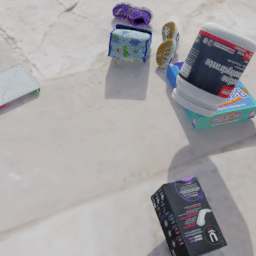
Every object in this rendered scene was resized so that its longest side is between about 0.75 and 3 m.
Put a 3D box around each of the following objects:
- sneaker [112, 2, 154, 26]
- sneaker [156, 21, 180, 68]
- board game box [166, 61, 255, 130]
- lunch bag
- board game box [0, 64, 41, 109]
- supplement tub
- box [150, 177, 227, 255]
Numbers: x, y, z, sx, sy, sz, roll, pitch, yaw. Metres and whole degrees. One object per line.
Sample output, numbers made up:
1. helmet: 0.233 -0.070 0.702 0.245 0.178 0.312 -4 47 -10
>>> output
1. sneaker: 0.108 -4.132 10.288 1.631 0.658 0.681 17 72 21
2. sneaker: 1.380 -2.576 8.992 0.621 0.720 1.643 3 69 36
3. board game box: 2.255 -1.070 7.817 1.713 0.507 2.253 -12 51 -9
4. lunch bag: 0.112 -2.743 8.946 1.239 0.929 1.457 13 29 4
5. board game box: -3.433 -1.241 8.186 1.348 0.174 1.349 -30 57 -23
6. supplement tub: 1.863 -1.293 6.261 1.261 1.796 1.261 20 23 -9
7. box: 1.050 1.649 5.079 0.784 0.680 1.282 -7 60 -23
